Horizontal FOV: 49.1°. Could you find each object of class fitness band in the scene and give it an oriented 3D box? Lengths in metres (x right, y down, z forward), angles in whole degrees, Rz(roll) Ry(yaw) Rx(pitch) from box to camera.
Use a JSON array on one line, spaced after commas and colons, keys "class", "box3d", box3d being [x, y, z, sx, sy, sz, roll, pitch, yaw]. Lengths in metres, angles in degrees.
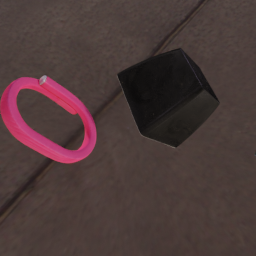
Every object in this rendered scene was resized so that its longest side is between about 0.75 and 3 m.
[{"class": "fitness band", "box3d": [-1.452, -0.166, 5.492, 0.383, 2.048, 1.471, -26, 43, 34]}]

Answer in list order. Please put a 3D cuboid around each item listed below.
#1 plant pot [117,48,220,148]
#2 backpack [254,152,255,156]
[{"class": "plant pot", "box3d": [0.542, -0.400, 3.373, 0.800, 0.900, 0.902, -34, 60, 23]}, {"class": "backpack", "box3d": [2.899, 0.224, 5.325, 0.652, 0.748, 0.851, 20, 76, 10]}]
